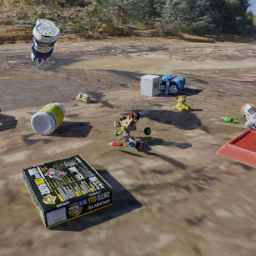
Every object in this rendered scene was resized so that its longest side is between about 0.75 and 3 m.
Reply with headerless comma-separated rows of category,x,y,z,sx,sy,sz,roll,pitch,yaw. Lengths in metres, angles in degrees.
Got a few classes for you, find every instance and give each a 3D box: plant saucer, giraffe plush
plant saucer,4.444,0.664,9.199,2.249,0.414,2.253,20,29,40
giraffe plush,2.603,-1.215,13.506,0.821,0.666,0.709,17,28,36

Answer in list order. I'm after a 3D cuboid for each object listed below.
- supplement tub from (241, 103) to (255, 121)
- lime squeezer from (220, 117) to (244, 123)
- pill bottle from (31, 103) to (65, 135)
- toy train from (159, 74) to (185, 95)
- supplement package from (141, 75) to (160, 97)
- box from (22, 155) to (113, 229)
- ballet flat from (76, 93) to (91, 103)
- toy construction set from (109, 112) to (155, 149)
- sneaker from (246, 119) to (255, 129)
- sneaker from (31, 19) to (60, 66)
supplement tub,5.301,-0.590,11.831,0.755,0.755,1.232,0,22,0
lime squeezer,4.414,-0.330,12.048,1.064,0.201,0.376,18,-3,40
pill bottle,-3.100,-0.427,11.186,0.933,0.933,1.660,3,22,7
toy train,2.618,-2.589,16.642,1.246,0.946,2.182,15,26,19
supplement package,1.274,-2.440,16.045,0.784,1.040,0.790,16,27,34
box,-1.588,1.458,7.094,1.663,0.514,2.083,-15,26,-29
ballet flat,-2.381,-1.650,14.936,0.434,0.402,1.231,-24,31,-37
toy construction set,-0.118,0.173,9.808,1.554,1.296,1.194,-31,19,-37
sneaker,5.244,-0.058,10.975,1.060,0.412,0.741,-2,22,-1
sneaker,-3.523,-3.371,11.806,1.024,1.861,2.542,4,32,-21
